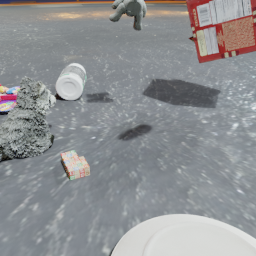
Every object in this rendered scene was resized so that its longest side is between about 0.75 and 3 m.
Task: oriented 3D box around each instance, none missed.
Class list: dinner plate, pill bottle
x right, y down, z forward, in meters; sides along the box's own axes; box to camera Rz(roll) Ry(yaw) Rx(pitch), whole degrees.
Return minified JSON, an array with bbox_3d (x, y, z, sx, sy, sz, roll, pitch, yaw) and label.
[{"bbox_3d":[1.135,2.117,3.994,2.877,0.349,2.877,4,24,-2],"label":"dinner plate"},{"bbox_3d":[-2.139,-1.842,10.817,0.991,0.991,1.752,-1,30,-1],"label":"pill bottle"}]

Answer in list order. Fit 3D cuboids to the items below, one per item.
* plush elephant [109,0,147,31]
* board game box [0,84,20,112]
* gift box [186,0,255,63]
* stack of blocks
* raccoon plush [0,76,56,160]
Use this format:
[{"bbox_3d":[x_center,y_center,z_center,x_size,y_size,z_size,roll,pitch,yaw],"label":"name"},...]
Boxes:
[{"bbox_3d":[0.052,-3.447,7.615,0.976,1.185,0.917,8,47,-15],"label":"plush elephant"},{"bbox_3d":[-4.215,-1.264,9.996,1.807,0.445,2.287,22,36,34],"label":"board game box"},{"bbox_3d":[2.912,-3.422,8.738,2.400,2.214,2.241,-2,25,24],"label":"gift box"},{"bbox_3d":[-1.273,0.860,6.713,0.481,0.245,0.835,-13,31,-22],"label":"stack of blocks"},{"bbox_3d":[-2.826,-0.129,6.883,1.302,1.804,2.692,13,32,23],"label":"raccoon plush"}]
